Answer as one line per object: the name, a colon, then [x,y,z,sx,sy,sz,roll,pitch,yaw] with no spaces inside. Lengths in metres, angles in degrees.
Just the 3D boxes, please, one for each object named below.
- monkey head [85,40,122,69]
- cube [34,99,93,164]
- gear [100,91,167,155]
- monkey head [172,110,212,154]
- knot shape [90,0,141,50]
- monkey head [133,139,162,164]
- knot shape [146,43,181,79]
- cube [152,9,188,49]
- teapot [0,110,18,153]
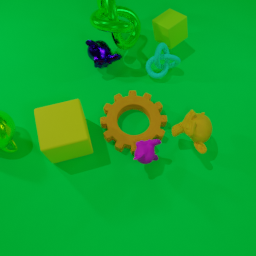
monkey head: [-0.724,-2.324,8.591,0.990,1.376,0.829,-14,88,22]
cube: [-1.700,0.115,7.565,1.195,1.195,1.195,-14,68,-7]
gear: [0.165,-0.178,8.147,1.875,0.347,1.875,0,67,0]
monkey head: [1.721,0.046,7.433,0.802,0.957,1.331,32,47,-28]
knot shape: [-0.401,-3.195,8.315,1.983,0.916,1.856,48,28,-19]
monkey head: [0.536,0.609,7.222,0.728,1.012,0.610,-16,74,35]
knot shape: [1.047,-2.101,8.571,1.072,1.003,0.495,-22,42,-5]
cube: [1.318,-3.095,8.749,0.765,0.765,0.765,-38,54,-13]
teapot: [-3.626,-0.065,7.642,1.133,0.892,1.822,-22,107,25]
